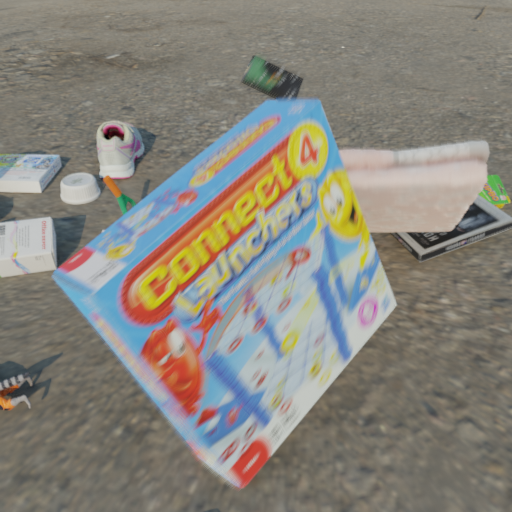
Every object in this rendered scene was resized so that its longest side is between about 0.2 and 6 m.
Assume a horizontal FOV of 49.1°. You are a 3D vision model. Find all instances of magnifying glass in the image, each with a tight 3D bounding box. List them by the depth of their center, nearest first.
[{"bbox_3d":[-2.799,-1.179,11.658,0.140,1.247,0.496,-8,49,16],"label":"magnifying glass"}]

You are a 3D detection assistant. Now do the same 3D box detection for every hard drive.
[{"bbox_3d":[0.322,-3.438,11.003,1.114,0.211,0.778,23,50,-8],"label":"hard drive"}]

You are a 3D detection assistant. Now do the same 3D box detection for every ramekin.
[{"bbox_3d":[-4.099,-1.586,12.994,0.915,0.426,0.915,0,35,0],"label":"ramekin"}]

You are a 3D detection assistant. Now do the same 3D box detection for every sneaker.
[{"bbox_3d":[-3.494,-2.984,14.416,1.049,1.138,2.579,-4,34,-6],"label":"sneaker"}]

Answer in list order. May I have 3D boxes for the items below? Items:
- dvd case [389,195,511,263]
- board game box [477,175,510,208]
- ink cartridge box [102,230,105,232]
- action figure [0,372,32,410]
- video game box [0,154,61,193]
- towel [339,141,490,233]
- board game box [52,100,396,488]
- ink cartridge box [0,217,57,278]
[{"bbox_3d":[3.864,-0.688,11.480,2.094,0.259,1.574,-19,36,-9],"label":"dvd case"},{"bbox_3d":[4.742,-1.379,12.528,1.695,0.254,0.810,-7,61,-5],"label":"board game box"},{"bbox_3d":[-2.680,-0.057,10.346,0.313,0.537,0.738,-4,42,-14],"label":"ink cartridge box"},{"bbox_3d":[-3.734,1.832,7.853,1.093,0.591,1.130,-2,33,-19],"label":"action figure"},{"bbox_3d":[-5.819,-2.034,13.705,1.630,0.382,1.485,2,37,2],"label":"video game box"},{"bbox_3d":[1.459,-0.985,9.407,4.036,0.681,4.226,0,-7,12],"label":"towel"},{"bbox_3d":[-0.016,0.422,6.594,3.290,3.221,0.919,-44,36,-23],"label":"board game box"},{"bbox_3d":[-4.485,-0.156,10.583,1.315,0.552,0.953,-8,52,-12],"label":"ink cartridge box"}]
